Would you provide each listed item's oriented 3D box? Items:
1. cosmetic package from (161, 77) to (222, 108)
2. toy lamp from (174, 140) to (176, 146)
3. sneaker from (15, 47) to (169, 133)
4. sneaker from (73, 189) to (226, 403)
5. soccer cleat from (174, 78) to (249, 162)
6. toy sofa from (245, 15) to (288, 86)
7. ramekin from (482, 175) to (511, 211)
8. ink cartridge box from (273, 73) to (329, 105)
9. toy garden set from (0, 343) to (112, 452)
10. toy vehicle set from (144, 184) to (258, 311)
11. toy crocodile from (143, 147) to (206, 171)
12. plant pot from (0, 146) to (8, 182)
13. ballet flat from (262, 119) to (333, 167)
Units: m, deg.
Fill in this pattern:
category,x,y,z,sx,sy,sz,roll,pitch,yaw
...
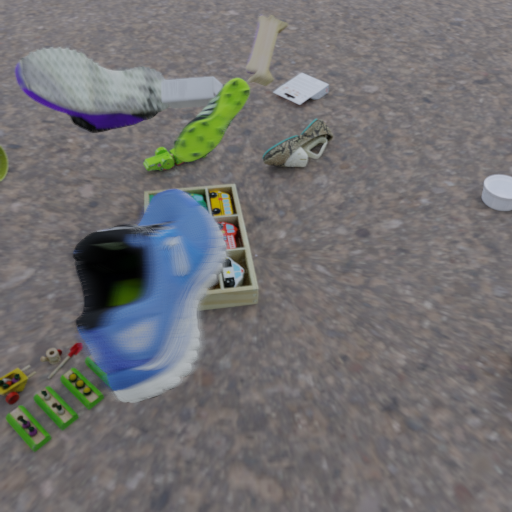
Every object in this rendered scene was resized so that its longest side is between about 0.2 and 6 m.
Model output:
category,x,y,z,sx,sy,sz,roll,pitch,yaw
cosmetic package,-1.184,-3.025,10.397,1.027,0.417,0.580,-2,2,11
toy lamp,-1.476,-2.977,13.953,1.244,0.362,0.362,-35,54,-29
sneaker,-3.053,-2.773,10.125,1.524,1.066,3.065,-19,-6,36
sneaker,-1.315,0.034,6.994,1.349,1.532,3.436,-20,33,15
soccer cleat,-0.748,-2.259,9.497,1.752,0.591,0.710,-51,15,-8
toy sofa,0.155,-4.511,12.298,0.669,1.370,0.567,14,0,-17
ramekin,5.356,-1.354,12.204,0.849,0.414,0.849,0,44,0
ink cartridge box,1.265,-4.596,15.723,1.025,0.317,1.264,34,62,29
toy garden set,-3.158,1.971,8.796,1.429,0.342,1.714,32,52,29
toy vehicle set,-1.178,-0.248,11.049,1.973,0.421,3.175,-7,44,-7
toy crocodile,-1.902,-2.349,13.256,1.566,0.484,0.529,-26,51,-19
plant pot,-6.341,-2.122,12.736,0.877,0.954,0.954,1,43,17
ballet flat,1.124,-2.576,13.348,0.821,0.740,2.180,46,55,9
